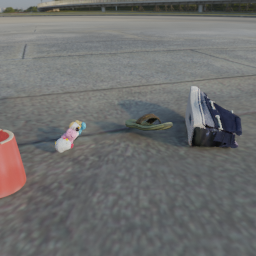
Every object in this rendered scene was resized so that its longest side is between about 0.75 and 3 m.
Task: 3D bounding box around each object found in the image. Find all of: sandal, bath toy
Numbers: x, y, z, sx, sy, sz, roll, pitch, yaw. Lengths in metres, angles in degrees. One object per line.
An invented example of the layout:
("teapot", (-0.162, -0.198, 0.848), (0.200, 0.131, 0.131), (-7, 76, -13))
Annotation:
("sandal", (0.494, -0.180, 7.576), (0.620, 0.446, 1.561), (-3, 9, -44))
("bath toy", (-1.450, 0.199, 7.165), (0.433, 0.510, 1.172), (0, 26, 13))

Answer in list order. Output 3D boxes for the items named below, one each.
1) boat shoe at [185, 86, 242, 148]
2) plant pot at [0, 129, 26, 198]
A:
("boat shoe", (2.387, -0.328, 8.045), (1.290, 1.039, 2.782), (7, 35, 5))
("plant pot", (-2.701, 0.651, 5.607), (1.203, 1.065, 1.203), (4, 20, -2))
